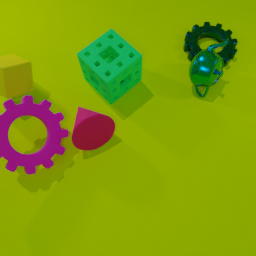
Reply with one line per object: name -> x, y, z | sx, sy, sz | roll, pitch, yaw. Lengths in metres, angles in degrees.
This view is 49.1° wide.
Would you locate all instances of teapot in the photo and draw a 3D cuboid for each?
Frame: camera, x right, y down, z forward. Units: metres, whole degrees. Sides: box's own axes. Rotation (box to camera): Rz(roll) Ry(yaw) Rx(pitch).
teapot -> 2.384, -1.767, 8.206 | 0.886, 1.809, 1.125 | 29, 26, 33

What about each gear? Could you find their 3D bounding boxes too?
gear -> -2.508, 0.173, 7.079 | 1.923, 0.356, 1.923 | 1, 88, -29
gear -> 2.686, -2.715, 9.170 | 1.685, 0.312, 1.685 | 0, 67, 0

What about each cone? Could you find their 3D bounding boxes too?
cone -> -1.173, -0.238, 7.826 | 1.237, 1.237, 1.242 | -27, 49, -11

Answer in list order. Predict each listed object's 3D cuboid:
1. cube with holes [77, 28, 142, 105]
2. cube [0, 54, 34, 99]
cube with holes -> -0.491, -1.762, 8.202 | 1.282, 1.282, 1.282 | -41, 73, -14
cube -> -3.343, -1.484, 7.938 | 0.895, 0.895, 0.895 | 25, 36, 29
